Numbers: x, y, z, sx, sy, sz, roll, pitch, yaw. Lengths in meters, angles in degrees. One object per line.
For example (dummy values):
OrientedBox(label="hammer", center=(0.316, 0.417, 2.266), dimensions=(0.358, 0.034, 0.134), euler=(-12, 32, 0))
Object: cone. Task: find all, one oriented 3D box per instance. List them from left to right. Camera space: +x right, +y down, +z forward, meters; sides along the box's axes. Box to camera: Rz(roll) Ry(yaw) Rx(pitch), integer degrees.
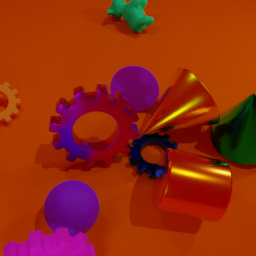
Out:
OrientedBox(label="cone", center=(0.266, -1.282, 7.635), dimensions=(1.253, 1.253, 1.258), euler=(9, 32, 6))
OrientedBox(label="cone", center=(0.993, -0.305, 6.663), dimensions=(1.630, 1.624, 1.624), euler=(-35, 62, -3))
OrientedBox(label="cone", center=(2.661, -0.259, 6.165), dimensions=(1.619, 1.625, 1.619), euler=(-7, 57, 11))

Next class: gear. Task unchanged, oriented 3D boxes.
OrientedBox(label="gear", center=(-3.376, -0.635, 7.190), dimensions=(1.168, 0.216, 1.168), euler=(4, 75, -14))
OrientedBox(label="gear", center=(-1.315, 2.258, 4.469), dimensions=(1.596, 1.596, 0.295), euler=(-17, 37, -11))
OrientedBox(label="gear", center=(-0.707, -0.003, 6.051), dimensions=(1.881, 1.881, 0.348), euler=(-9, 33, -6))
OrientedBox(label="gear", center=(0.609, 0.611, 6.613), dimensions=(1.196, 0.221, 1.196), euler=(0, 55, 0))

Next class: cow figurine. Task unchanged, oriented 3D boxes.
OrientedBox(label="cow figurine", center=(0.024, -3.694, 9.157), dimensions=(0.763, 1.367, 1.390), euler=(-25, 93, -54))

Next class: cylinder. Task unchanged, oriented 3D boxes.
OrientedBox(label="cylinder", center=(1.224, 1.122, 5.575), dimensions=(1.230, 1.230, 1.230), euler=(14, 57, -3))

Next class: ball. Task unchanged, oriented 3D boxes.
OrientedBox(label="ball", center=(-1.099, 1.567, 5.490), dimensions=(1.067, 1.067, 1.067), euler=(0, 57, 0))
